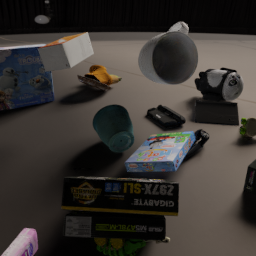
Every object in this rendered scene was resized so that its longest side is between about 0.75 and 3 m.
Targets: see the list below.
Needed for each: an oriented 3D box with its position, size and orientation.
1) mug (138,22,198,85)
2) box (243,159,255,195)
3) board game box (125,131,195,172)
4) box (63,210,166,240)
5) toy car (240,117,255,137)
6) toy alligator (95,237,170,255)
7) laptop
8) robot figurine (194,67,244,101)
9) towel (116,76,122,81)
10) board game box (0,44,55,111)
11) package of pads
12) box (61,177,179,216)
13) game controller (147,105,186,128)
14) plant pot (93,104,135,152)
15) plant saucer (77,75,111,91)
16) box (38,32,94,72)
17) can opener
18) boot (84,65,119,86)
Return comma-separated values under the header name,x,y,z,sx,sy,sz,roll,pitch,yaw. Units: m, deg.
name,x,y,z,sx,sy,sz,roll,pitch,yaw
mug,1.518,-2.970,10.996,1.883,2.550,2.236,27,2,-20
box,3.802,1.352,7.207,1.247,0.775,0.926,22,32,39
board game box,1.046,0.701,8.639,1.541,0.373,2.038,-6,20,31
box,-0.197,1.823,5.609,1.797,0.427,1.735,1,-11,2
toy car,4.607,-0.007,10.674,0.765,0.735,0.932,7,-4,7
toy alligator,-0.047,2.249,5.387,1.761,0.478,0.522,-2,-10,26
laptop,3.862,-0.618,12.441,1.765,1.092,1.885,5,-4,10
robot figurine,4.629,-2.235,14.287,2.388,1.794,1.490,21,15,39
towel,-1.526,-3.109,17.844,1.943,0.221,1.396,-16,28,-32
board game box,-4.977,-2.388,13.121,2.764,2.750,0.599,-16,29,-30
package of pads,-2.041,2.362,5.268,0.324,0.515,0.855,6,24,15
box,-0.076,1.349,5.889,2.005,0.620,2.511,4,-10,3
game controller,1.587,-0.499,11.948,1.013,0.409,1.941,-24,30,-15
plant pot,-0.395,0.105,9.511,1.347,1.347,1.266,-9,41,-18
plant saucer,-1.901,-2.454,15.458,1.961,0.314,1.961,19,4,-1
box,-2.334,-2.950,10.786,1.160,0.909,1.865,-2,29,25
can opener,2.219,0.569,9.397,0.547,0.678,1.726,41,44,12
boot,-1.925,-3.127,16.393,2.493,0.877,1.785,31,27,32
